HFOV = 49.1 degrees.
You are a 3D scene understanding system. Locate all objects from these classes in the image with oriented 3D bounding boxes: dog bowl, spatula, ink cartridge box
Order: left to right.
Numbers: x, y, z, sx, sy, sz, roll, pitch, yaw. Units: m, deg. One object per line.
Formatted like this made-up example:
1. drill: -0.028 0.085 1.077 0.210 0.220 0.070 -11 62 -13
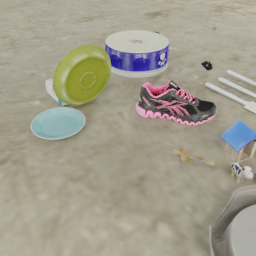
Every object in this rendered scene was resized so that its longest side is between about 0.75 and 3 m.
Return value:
1. ink cartridge box: -2.427 -1.482 10.739 0.965 0.565 1.335 -25 43 -29
2. dog bowl: 0.402 -3.443 12.811 2.910 1.146 2.910 0 38 0
3. spatula: 4.669 -1.384 10.893 2.023 0.234 2.910 -32 50 -27
4. dog bowl: 2.974 2.490 5.343 2.961 0.868 2.961 0 37 0

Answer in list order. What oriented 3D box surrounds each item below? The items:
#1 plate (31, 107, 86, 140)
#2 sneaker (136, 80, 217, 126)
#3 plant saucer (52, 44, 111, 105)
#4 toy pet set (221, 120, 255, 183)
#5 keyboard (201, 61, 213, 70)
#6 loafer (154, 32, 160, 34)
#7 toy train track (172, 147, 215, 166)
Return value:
1. plate: -2.283 -0.121 9.263 1.767 0.226 1.767 -1 38 1
2. sneaker: 1.642 -0.934 9.440 2.770 1.321 1.094 7 36 6
3. plant saucer: -1.446 -1.699 9.612 2.312 2.312 0.359 -26 51 -29
4. toy pet set: 3.619 0.647 7.580 1.988 1.056 1.856 -15 40 -19
5. keyboard: 3.699 -2.860 12.938 0.399 0.152 0.766 -24 39 7
6. loafer: 1.146 -4.632 14.870 1.694 0.575 0.595 -33 53 -29
7. toy train track: 1.852 0.883 8.014 1.214 0.197 0.696 17 33 12
